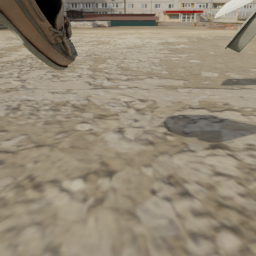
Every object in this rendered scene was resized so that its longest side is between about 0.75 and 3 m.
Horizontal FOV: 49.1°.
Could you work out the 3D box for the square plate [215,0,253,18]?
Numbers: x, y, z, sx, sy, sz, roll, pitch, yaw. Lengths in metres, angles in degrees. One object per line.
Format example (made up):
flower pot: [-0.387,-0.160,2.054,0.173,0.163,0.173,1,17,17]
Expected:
square plate: [3.099,-3.554,7.943,1.094,0.156,1.084,-11,27,46]

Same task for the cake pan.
cake pan: [2.075,-1.725,4.415,0.243,1.323,1.323,41,33,6]

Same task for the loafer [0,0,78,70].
loafer: [-1.358,-1.752,4.133,0.932,1.065,2.964,-31,-17,9]
